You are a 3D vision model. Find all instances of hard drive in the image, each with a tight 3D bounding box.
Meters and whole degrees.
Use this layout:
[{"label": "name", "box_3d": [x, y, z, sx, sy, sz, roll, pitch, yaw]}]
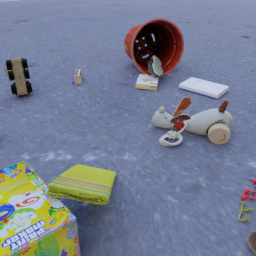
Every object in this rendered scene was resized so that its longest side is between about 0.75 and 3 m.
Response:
[{"label": "hard drive", "box_3d": [3.167, -1.697, 11.715, 1.716, 0.218, 1.132, 23, 38, 33]}]

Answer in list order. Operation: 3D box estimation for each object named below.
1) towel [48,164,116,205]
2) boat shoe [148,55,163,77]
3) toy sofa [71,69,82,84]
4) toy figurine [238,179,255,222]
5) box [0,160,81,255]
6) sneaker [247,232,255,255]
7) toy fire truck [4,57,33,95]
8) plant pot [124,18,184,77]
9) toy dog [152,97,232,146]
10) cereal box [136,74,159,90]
[{"label": "towel", "box_3d": [-0.825, 1.116, 5.865, 1.063, 0.223, 2.471, 13, 1, 0]}, {"label": "boat shoe", "box_3d": [1.188, -2.687, 12.654, 0.616, 0.520, 1.728, 38, 30, -21]}, {"label": "toy sofa", "box_3d": [-2.306, -2.328, 12.612, 0.460, 0.390, 0.942, -2, 31, -5]}, {"label": "toy figurine", "box_3d": [2.973, 1.283, 6.011, 0.854, 0.970, 1.620, 18, 35, 27]}, {"label": "box", "box_3d": [-2.207, 1.863, 4.756, 2.044, 1.247, 1.969, -23, 38, -34]}, {"label": "sneaker", "box_3d": [2.895, 2.218, 4.779, 0.582, 0.624, 1.652, -25, 40, -36]}, {"label": "toy fire truck", "box_3d": [-4.513, -2.099, 11.390, 1.043, 1.426, 1.621, -10, 15, -15]}, {"label": "plant pot", "box_3d": [1.007, -4.014, 13.642, 2.560, 2.560, 2.489, -9, 24, -14]}, {"label": "toy dog", "box_3d": [2.058, -0.374, 8.534, 2.513, 1.210, 1.658, -2, 31, -3]}, {"label": "cereal box", "box_3d": [0.856, -2.022, 12.206, 0.898, 0.247, 1.249, 7, 31, 5]}]
